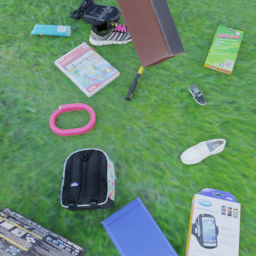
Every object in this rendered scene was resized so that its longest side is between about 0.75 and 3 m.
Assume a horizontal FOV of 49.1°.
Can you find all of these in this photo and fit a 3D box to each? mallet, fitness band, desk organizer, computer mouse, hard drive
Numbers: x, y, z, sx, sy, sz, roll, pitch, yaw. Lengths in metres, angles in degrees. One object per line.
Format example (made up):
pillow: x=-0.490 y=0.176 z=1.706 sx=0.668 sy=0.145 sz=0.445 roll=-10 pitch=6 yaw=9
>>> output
mallet: x=0.474 y=-2.278 z=11.070 sx=0.531 sy=0.850 sz=2.581 roll=20 pitch=65 yaw=10
fitness band: x=-2.046 y=-0.317 z=10.353 sx=1.675 sy=0.313 sz=1.203 roll=-8 pitch=63 yaw=-3
desk organizer: x=0.565 y=-3.190 z=8.083 sx=0.960 sy=1.031 sz=2.677 roll=-27 pitch=97 yaw=-50
computer mouse: x=-1.313 y=-5.130 z=12.744 sx=2.371 sy=0.625 sz=1.642 roll=26 pitch=65 yaw=25
hard drive: x=0.344 y=3.382 z=8.446 sx=1.402 sy=0.270 sz=2.125 roll=-30 pitch=67 yaw=-15

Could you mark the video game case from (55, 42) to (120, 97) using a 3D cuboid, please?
video game case: x=-1.691 y=-2.453 z=11.521 sx=1.633 sy=0.199 sz=2.283 roll=-39 pitch=69 yaw=-18

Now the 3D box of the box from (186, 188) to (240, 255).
box: x=2.600 y=3.084 z=8.503 sx=1.421 sy=0.495 sz=2.387 roll=12 pitch=61 yaw=6

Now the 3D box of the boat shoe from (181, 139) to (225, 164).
boat shoe: x=2.595 y=0.729 z=9.656 sx=1.644 sy=0.570 sz=0.582 roll=-22 pitch=65 yaw=-11

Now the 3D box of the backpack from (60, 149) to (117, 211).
backpack: x=-1.182 y=1.599 z=8.700 sx=1.616 sy=1.370 sz=1.820 roll=-8 pitch=67 yaw=10

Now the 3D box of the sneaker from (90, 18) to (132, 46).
sneaker: x=-0.587 y=-4.182 z=11.980 sx=2.219 sy=0.971 sz=0.818 roll=-10 pitch=63 yaw=-5

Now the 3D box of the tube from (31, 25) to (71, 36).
tube: x=-3.406 y=-4.332 z=12.402 sx=1.695 sy=0.427 sz=0.656 roll=6 pitch=49 yaw=6

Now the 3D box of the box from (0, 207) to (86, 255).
box: x=-2.828 y=3.265 z=7.369 sx=2.891 sy=2.331 sz=0.710 roll=23 pitch=94 yaw=10

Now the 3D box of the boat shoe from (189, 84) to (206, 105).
boat shoe: x=2.707 y=-1.319 z=10.880 sx=0.361 sy=0.288 sz=0.955 roll=-30 pitch=66 yaw=-15

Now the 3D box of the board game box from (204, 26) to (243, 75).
board game box: x=4.112 y=-3.383 z=11.938 sx=1.125 sy=0.353 sz=2.356 roll=20 pitch=67 yaw=9
